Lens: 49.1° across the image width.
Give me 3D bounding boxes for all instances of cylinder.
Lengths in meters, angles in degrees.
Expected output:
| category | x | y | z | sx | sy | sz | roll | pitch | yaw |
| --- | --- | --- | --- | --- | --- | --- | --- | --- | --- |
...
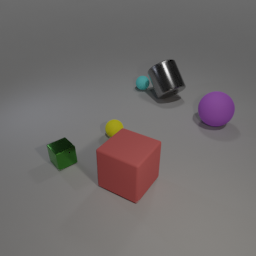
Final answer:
| category | x | y | z | sx | sy | sz | roll | pitch | yaw |
| --- | --- | --- | --- | --- | --- | --- | --- | --- | --- |
| cylinder | 1.806 | -2.263 | 13.133 | 1.400 | 1.400 | 1.400 | -21 | -8 | -3 |

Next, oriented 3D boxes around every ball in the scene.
| category | x | y | z | sx | sy | sz | roll | pitch | yaw |
| --- | --- | --- | --- | --- | --- | --- | --- | --- | --- |
| ball | -0.519 | 0.024 | 10.677 | 0.700 | 0.700 | 0.700 | 0 | 33 | 0 |
| ball | 3.513 | -0.758 | 11.171 | 1.400 | 1.400 | 1.400 | 0 | 33 | 0 |
| ball | 0.745 | -2.294 | 14.219 | 0.700 | 0.700 | 0.700 | 0 | 33 | 0 |

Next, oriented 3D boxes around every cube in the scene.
| category | x | y | z | sx | sy | sz | roll | pitch | yaw |
| --- | --- | --- | --- | --- | --- | --- | --- | --- | --- |
| cube | -2.200 | 0.858 | 9.377 | 0.700 | 0.700 | 0.700 | -25 | 40 | -31 |
| cube | 0.037 | 1.073 | 8.381 | 1.400 | 1.400 | 1.400 | 19 | 37 | 26 |
